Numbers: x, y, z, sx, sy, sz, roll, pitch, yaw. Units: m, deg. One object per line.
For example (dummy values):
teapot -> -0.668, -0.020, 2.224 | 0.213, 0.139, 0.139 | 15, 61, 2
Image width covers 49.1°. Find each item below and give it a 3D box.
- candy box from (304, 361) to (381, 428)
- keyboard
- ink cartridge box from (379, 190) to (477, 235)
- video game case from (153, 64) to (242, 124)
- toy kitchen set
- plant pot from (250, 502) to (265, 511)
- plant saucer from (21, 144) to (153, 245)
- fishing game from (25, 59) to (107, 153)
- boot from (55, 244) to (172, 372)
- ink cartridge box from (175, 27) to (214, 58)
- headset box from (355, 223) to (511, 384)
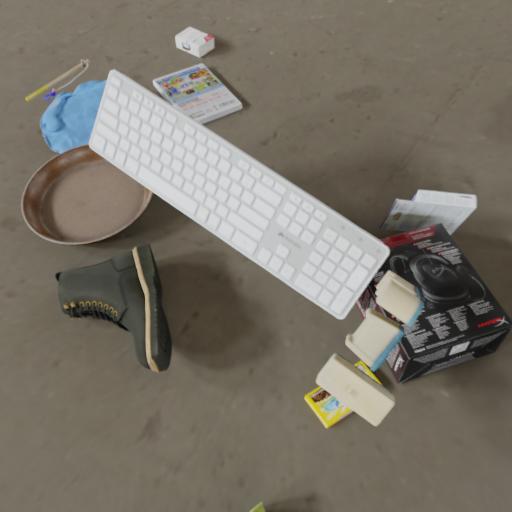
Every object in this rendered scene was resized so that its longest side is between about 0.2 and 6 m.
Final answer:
candy box -> 1.315, 2.042, 8.319 | 1.079, 0.143, 0.552 | -27, 59, -20
keyboard -> -0.461, -0.964, 8.623 | 5.094, 1.434, 0.272 | 35, 26, 10
ink cartridge box -> 2.909, -0.740, 9.652 | 1.311, 1.287, 0.284 | 7, 71, 1
video game case -> -1.362, -3.699, 12.817 | 1.337, 0.168, 1.868 | -26, 56, -19
toy kitchen set -> 1.688, 1.159, 7.437 | 0.939, 1.277, 1.594 | 36, 103, 6
plant pot -> 0.007, 3.478, 6.980 | 0.576, 0.576, 0.529 | -32, 69, -23
plant saucer -> -3.116, -1.129, 10.547 | 2.481, 0.398, 2.481 | -2, 56, 3
fishing game -> -3.370, -2.829, 11.955 | 3.310, 0.515, 2.371 | 36, 68, 19
boot -> -2.292, 0.961, 8.797 | 1.685, 0.944, 2.437 | -14, 40, -6
ink cartridge box -> -1.527, -5.335, 13.990 | 0.795, 0.340, 0.587 | 31, 58, 24
headset box -> 2.572, 0.603, 8.958 | 1.755, 0.911, 2.358 | -15, 52, -12
